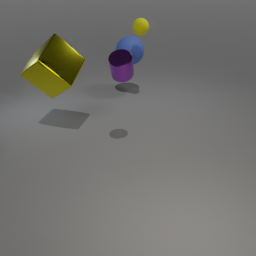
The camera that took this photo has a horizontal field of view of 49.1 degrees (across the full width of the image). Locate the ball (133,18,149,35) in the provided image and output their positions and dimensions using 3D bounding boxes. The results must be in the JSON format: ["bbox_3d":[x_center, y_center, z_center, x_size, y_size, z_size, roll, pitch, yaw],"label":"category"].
[{"bbox_3d":[0.545,-4.339,12.001,0.700,0.700,0.700,0,29,0],"label":"ball"}]

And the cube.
[{"bbox_3d":[-2.657,-2.158,9.978,1.400,1.400,1.400,-18,44,44],"label":"cube"}]

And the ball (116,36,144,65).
[{"bbox_3d":[0.092,-3.815,13.811,1.400,1.400,1.400,0,29,0],"label":"ball"}]

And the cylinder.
[{"bbox_3d":[-0.191,-1.837,8.295,0.700,0.700,0.700,-2,59,4],"label":"cylinder"}]
